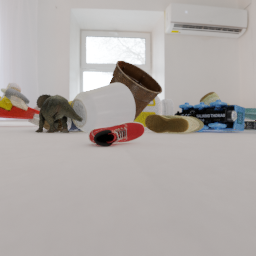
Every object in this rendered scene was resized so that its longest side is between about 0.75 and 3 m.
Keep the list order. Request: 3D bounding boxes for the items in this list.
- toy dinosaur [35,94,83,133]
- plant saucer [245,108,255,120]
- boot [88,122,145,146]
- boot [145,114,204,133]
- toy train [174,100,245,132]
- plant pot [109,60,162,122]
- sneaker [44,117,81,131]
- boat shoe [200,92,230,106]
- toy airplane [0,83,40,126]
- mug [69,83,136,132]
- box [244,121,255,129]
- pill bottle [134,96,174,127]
[{"bbox_3d":[-2.135,-0.474,8.099,0.920,1.222,2.390,-2,2,-33],"label":"toy dinosaur"},{"bbox_3d":[4.675,-0.489,9.943,1.840,0.252,1.840,0,12,0],"label":"plant saucer"},{"bbox_3d":[-0.108,0.110,4.514,0.974,0.353,0.703,-9,5,-17],"label":"boot"},{"bbox_3d":[1.333,-0.129,8.108,1.439,0.524,1.119,3,4,40],"label":"boot"},{"bbox_3d":[2.491,-0.306,8.737,1.228,0.932,2.150,10,-7,-41],"label":"toy train"},{"bbox_3d":[-0.067,-1.190,10.681,2.004,1.984,2.004,28,27,-16],"label":"plant pot"},{"bbox_3d":[-2.104,-0.351,9.633,1.267,0.819,2.336,-8,13,-36],"label":"sneaker"},{"bbox_3d":[3.925,-0.578,11.833,1.008,0.862,2.750,-41,-39,24],"label":"boat shoe"},{"bbox_3d":[-5.283,-1.133,13.412,2.967,2.094,2.954,-4,-6,28],"label":"toy airplane"},{"bbox_3d":[-0.955,-0.480,8.516,1.563,1.525,1.904,-14,-10,-43],"label":"mug"},{"bbox_3d":[4.523,-0.117,10.708,1.353,0.299,1.084,0,2,12],"label":"box"},{"bbox_3d":[0.690,-0.845,13.448,2.837,1.579,1.579,1,2,-9],"label":"pill bottle"}]
